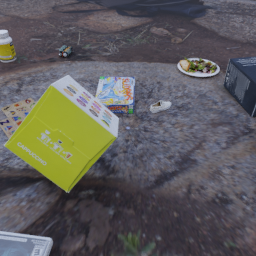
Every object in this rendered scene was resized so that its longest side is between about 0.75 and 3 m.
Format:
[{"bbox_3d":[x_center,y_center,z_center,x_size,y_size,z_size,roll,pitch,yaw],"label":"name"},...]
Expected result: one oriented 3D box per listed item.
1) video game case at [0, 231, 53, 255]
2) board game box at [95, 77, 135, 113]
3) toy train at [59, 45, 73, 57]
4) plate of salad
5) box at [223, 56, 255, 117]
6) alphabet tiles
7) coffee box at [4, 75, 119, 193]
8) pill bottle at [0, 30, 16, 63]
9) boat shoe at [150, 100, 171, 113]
[{"bbox_3d":[-2.915,2.990,5.503,2.266,0.265,2.060,5,38,6],"label":"video game case"},{"bbox_3d":[-0.484,-1.379,11.276,1.520,0.387,2.245,1,38,1],"label":"board game box"},{"bbox_3d":[-3.283,-4.049,14.770,0.528,0.395,0.927,14,39,3],"label":"toy train"},{"bbox_3d":[3.355,-2.975,13.284,1.959,0.471,1.959,0,37,0],"label":"plate of salad"},{"bbox_3d":[5.198,-1.706,10.943,1.807,1.304,2.435,-6,38,-8],"label":"box"},{"bbox_3d":[-3.629,-0.392,10.260,2.032,0.092,2.431,-27,45,-30],"label":"alphabet tiles"},{"bbox_3d":[-1.531,0.067,7.130,1.885,1.888,1.867,40,12,-11],"label":"coffee box"},{"bbox_3d":[-6.096,-4.053,13.882,0.796,1.431,0.796,0,38,0],"label":"pill bottle"},{"bbox_3d":[1.255,-0.874,10.667,0.973,0.340,0.345,-19,42,-23],"label":"boat shoe"}]
